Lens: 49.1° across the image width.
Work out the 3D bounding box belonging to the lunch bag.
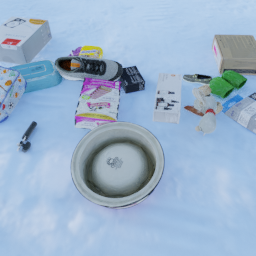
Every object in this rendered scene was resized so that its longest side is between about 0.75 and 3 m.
[{"bbox_3d":[-4.981,-1.353,10.554,1.772,0.836,2.212,14,65,16],"label":"lunch bag"}]

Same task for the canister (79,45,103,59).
[{"bbox_3d":[-1.784,-3.133,12.751,1.036,0.604,1.395,7,48,7],"label":"canister"}]

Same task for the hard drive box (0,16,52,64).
[{"bbox_3d":[-5.257,-4.269,13.542,2.084,1.027,2.674,9,47,10],"label":"hard drive box"}]

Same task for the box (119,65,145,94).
[{"bbox_3d":[0.116,-2.049,11.768,0.857,0.479,1.214,-11,47,-13],"label":"box"}]

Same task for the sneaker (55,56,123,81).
[{"bbox_3d":[-1.632,-2.390,11.434,2.879,1.141,1.064,5,86,10],"label":"sneaker"}]

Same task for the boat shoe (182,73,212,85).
[{"bbox_3d":[2.951,-2.132,11.922,1.240,0.371,0.443,13,47,12],"label":"boat shoe"}]

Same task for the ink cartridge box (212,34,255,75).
[{"bbox_3d":[4.975,-3.381,12.798,1.862,0.849,2.260,2,46,3],"label":"ink cartridge box"}]

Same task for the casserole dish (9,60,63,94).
[{"bbox_3d":[-4.126,-2.233,11.926,2.737,0.531,1.658,-15,49,-16],"label":"casserole dish"}]

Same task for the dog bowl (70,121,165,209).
[{"bbox_3d":[-0.255,1.132,8.059,2.608,0.961,2.608,-3,57,5],"label":"dog bowl"}]

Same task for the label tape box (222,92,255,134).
[{"bbox_3d":[4.502,-0.723,10.383,1.346,0.621,1.879,-28,53,-25],"label":"label tape box"}]

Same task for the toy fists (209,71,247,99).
[{"bbox_3d":[4.024,-1.819,11.480,1.786,0.614,0.910,-30,60,-28],"label":"toy fists"}]

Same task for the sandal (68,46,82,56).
[{"bbox_3d":[-2.528,-3.586,13.361,0.553,0.334,1.359,12,47,12],"label":"sandal"}]

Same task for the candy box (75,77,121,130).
[{"bbox_3d":[-1.062,-0.904,10.351,1.484,0.664,2.176,7,47,-4],"label":"candy box"}]

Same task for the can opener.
[{"bbox_3d":[-3.443,0.322,9.636,0.431,0.342,1.298,31,45,-19],"label":"can opener"}]

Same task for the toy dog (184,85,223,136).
[{"bbox_3d":[2.503,-0.553,9.790,1.604,1.171,2.432,62,31,2],"label":"toy dog"}]

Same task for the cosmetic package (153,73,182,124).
[{"bbox_3d":[1.567,-1.229,10.885,0.988,0.606,2.394,7,46,5],"label":"cosmetic package"}]
